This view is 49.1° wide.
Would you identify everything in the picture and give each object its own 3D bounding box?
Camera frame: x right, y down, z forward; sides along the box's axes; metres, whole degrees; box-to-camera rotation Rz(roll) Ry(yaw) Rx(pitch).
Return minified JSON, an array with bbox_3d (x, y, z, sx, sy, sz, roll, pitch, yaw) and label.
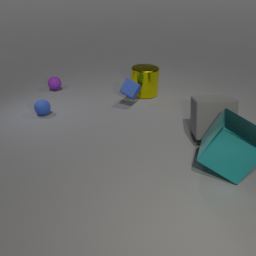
[{"bbox_3d":[3.105,-0.427,10.300,1.400,1.400,1.400,-2,15,4],"label":"cube"},{"bbox_3d":[0.849,-2.382,14.184,1.400,1.400,1.400,1,29,0],"label":"cylinder"},{"bbox_3d":[0.120,-1.815,13.058,0.700,0.700,0.700,30,2,9],"label":"cube"},{"bbox_3d":[-3.882,-2.370,14.808,0.700,0.700,0.700,0,29,0],"label":"ball"},{"bbox_3d":[3.119,0.522,8.472,1.400,1.400,1.400,31,34,4],"label":"cube"},{"bbox_3d":[-3.754,-0.911,12.274,0.700,0.700,0.700,0,29,0],"label":"ball"}]
